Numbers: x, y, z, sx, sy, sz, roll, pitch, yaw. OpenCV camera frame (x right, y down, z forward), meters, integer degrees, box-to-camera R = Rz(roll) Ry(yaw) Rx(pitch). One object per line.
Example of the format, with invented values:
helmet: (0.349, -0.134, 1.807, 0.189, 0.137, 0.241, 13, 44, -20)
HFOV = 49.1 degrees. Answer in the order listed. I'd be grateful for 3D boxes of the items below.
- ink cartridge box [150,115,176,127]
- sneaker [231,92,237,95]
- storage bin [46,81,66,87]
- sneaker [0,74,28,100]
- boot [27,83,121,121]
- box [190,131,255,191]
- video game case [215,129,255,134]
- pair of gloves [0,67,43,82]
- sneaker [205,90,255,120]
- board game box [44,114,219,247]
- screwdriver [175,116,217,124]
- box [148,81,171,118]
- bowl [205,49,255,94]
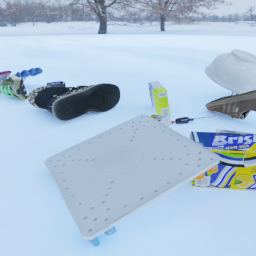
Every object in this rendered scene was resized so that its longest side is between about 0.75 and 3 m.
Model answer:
ink cartridge box: (0.913, -0.183, 8.397, 0.688, 0.328, 0.783, -33, 21, -26)
sneaker: (5.019, -1.565, 11.914, 0.845, 0.745, 1.896, 25, 36, 23)
storage bin: (-3.328, -1.912, 12.994, 0.785, 0.368, 0.531, -15, 27, -29)
sneaker: (-4.922, -1.564, 11.685, 1.146, 0.995, 2.586, -23, 24, -23)
boot: (-1.957, -1.171, 10.327, 2.223, 1.063, 2.944, 18, 28, 41)
box: (2.771, 0.709, 5.962, 2.860, 0.919, 1.002, 3, 23, 5)
video game case: (3.156, 0.443, 7.558, 1.625, 0.190, 1.478, 8, 24, 18)
pair of gloves: (-5.375, -2.234, 12.814, 2.789, 0.318, 2.242, -24, 6, -42)
sneaker: (3.526, -0.648, 9.420, 0.812, 0.870, 2.304, -20, 5, -24)
board game box: (-0.079, 0.767, 5.753, 2.740, 0.354, 2.740, -26, 31, -19)
screwdriver: (2.306, -0.287, 9.309, 1.554, 0.217, 0.226, -4, 54, -11)
box: (1.101, -1.044, 10.026, 0.397, 1.015, 1.665, -12, 23, -2)
bowl: (4.349, -2.299, 10.854, 2.489, 1.119, 2.489, 12, 34, -8)
